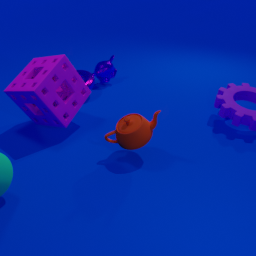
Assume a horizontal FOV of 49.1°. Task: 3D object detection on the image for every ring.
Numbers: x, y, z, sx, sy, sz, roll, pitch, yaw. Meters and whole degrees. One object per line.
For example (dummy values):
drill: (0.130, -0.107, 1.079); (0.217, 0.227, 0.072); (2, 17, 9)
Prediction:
ring: (-2.083, -1.509, 9.957); (1.867, 0.373, 1.867); (-10, 38, 8)

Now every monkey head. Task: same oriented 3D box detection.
monkey head: (-0.945, -2.271, 10.949); (1.314, 0.792, 0.945); (-38, 33, 4)

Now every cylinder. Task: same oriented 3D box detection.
cylinder: (-2.843, 0.843, 5.200); (0.977, 0.977, 0.977); (-3, 74, 10)

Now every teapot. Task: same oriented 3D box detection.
teapot: (0.146, 0.017, 6.614); (1.475, 0.722, 0.917); (-22, 40, 6)

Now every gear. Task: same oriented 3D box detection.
gear: (3.554, -0.668, 8.223); (1.913, 0.354, 1.913); (2, 40, -2)

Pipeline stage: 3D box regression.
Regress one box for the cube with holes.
cube with holes: (-2.171, -1.001, 7.734); (1.359, 1.359, 1.359); (5, 53, 37)
